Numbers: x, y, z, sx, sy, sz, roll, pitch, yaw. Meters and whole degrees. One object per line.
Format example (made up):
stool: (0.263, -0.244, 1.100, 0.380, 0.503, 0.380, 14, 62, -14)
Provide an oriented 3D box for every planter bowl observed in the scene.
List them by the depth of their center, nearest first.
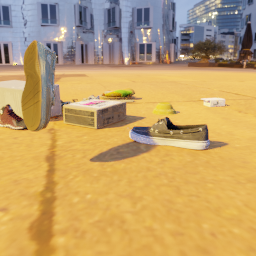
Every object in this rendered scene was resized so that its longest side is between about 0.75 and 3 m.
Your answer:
planter bowl: (1.416, -0.778, 10.854, 0.949, 0.395, 0.949, 1, 14, 0)

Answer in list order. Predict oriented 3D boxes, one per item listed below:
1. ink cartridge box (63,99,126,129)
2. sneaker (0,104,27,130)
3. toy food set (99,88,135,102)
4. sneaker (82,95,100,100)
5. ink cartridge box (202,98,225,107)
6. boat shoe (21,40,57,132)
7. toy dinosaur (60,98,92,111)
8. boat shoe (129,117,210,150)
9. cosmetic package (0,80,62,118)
ink cartridge box: (-1.070, -0.519, 9.317, 1.409, 0.642, 1.710, 10, 18, 30)
sneaker: (-3.508, -0.360, 8.520, 1.247, 0.720, 0.472, 7, 16, 24)
toy food set: (-0.561, -1.813, 14.619, 1.852, 0.538, 2.682, -1, 14, -4)
sneaker: (-1.761, -1.428, 13.469, 0.861, 0.367, 0.332, -1, 14, -3)
ink cartridge box: (3.736, -1.134, 12.397, 0.944, 0.318, 0.553, -4, 15, -15)
boat shoe: (-1.686, -0.831, 5.591, 0.726, 1.991, 0.627, -31, -32, 33)
toy dinosaur: (-2.702, -0.923, 11.115, 2.483, 0.589, 1.094, -2, -1, -5)
boat shoe: (0.986, 0.056, 6.954, 2.053, 0.680, 0.718, 8, 16, 29)
cosmetic package: (-3.922, -1.053, 10.274, 2.820, 1.272, 1.506, 13, 22, 34)
